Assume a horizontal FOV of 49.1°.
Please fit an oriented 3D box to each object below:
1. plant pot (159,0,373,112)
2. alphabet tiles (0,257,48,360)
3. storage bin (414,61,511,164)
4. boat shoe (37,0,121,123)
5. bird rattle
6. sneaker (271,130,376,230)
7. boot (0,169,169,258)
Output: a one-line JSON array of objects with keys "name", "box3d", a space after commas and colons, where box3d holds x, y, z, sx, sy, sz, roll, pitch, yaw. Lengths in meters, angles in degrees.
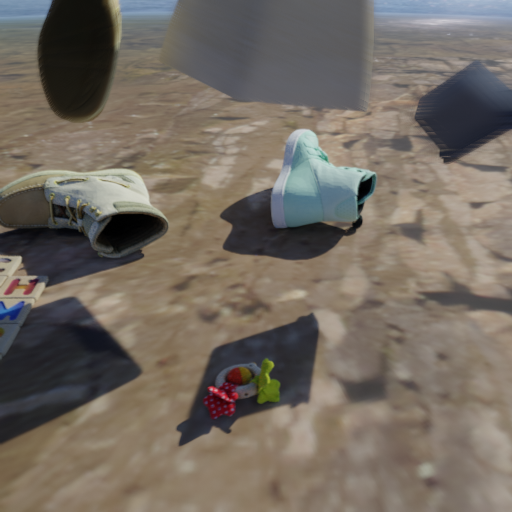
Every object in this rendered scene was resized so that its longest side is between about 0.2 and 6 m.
[{"name": "plant pot", "box3d": [0.264, -3.307, 7.608, 2.259, 2.002, 2.261, -6, 30, -35]}, {"name": "alphabet tiles", "box3d": [-4.685, 0.939, 7.451, 3.081, 0.117, 3.702, -1, 29, -1]}, {"name": "storage bin", "box3d": [2.963, -2.115, 7.963, 1.312, 0.881, 0.955, -29, 29, 49]}, {"name": "boat shoe", "box3d": [-2.348, -3.185, 7.849, 1.108, 2.995, 0.994, 0, -10, 1]}, {"name": "bird rattle", "box3d": [-0.183, 1.484, 6.333, 0.879, 0.495, 0.716, -20, 21, -9]}, {"name": "sneaker", "box3d": [1.408, -1.513, 10.806, 1.803, 1.125, 3.057, 1, 38, 13]}, {"name": "boot", "box3d": [-3.034, -0.688, 9.545, 2.735, 0.986, 2.115, -11, 32, -21]}]
